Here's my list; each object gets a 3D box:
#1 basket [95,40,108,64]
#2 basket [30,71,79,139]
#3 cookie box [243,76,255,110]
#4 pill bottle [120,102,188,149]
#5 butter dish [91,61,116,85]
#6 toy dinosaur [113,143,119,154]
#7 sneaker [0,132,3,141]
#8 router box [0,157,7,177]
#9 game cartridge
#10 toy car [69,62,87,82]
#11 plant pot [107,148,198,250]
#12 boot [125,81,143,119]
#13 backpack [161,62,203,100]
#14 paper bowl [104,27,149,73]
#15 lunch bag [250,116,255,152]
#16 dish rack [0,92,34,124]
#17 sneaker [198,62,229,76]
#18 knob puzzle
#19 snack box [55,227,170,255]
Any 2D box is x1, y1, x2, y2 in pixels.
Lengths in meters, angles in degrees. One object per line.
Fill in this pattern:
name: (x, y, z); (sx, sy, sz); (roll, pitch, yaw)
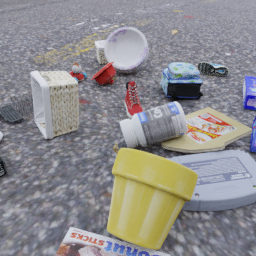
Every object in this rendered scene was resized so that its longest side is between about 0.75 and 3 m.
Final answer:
basket: (-0.995, -4.533, 16.634); (1.771, 1.093, 1.200); (-9, 36, -12)
basket: (-2.712, -0.931, 10.518); (1.363, 2.209, 1.498); (-14, 36, -30)
cookie box: (6.104, -1.522, 12.541); (1.730, 0.760, 2.022); (10, 36, 15)
pill bottle: (0.863, -0.057, 9.759); (2.137, 1.216, 1.216); (-17, 36, -1)
butter dish: (-1.060, -2.611, 14.098); (1.226, 0.909, 1.230); (-31, 15, 29)
toy dinosaur: (-0.086, 1.145, 8.899); (0.722, 0.416, 1.428); (-13, 73, -55)
sneaker: (-5.940, 0.033, 9.932); (2.683, 1.186, 1.079); (-3, 36, -3)
router box: (-4.951, 1.277, 8.631); (1.887, 0.586, 1.414); (-27, 43, -34)
game cartridge: (2.581, 1.523, 8.348); (2.928, 0.599, 1.949); (-6, 31, -8)
toy car: (-2.688, -2.933, 14.402); (0.872, 0.985, 0.908); (20, 39, 27)
plant pot: (0.423, 1.663, 6.493); (1.975, 1.975, 1.858); (14, 76, 20)
boot: (0.243, -1.188, 11.611); (0.645, 1.286, 1.783); (-8, 37, -14)
backpack: (2.464, -2.316, 13.160); (1.737, 1.395, 1.898); (-2, 30, -10)
paper bowl: (-0.046, -4.162, 15.278); (2.345, 2.345, 1.220); (6, -1, 8)
lunch bag: (5.259, 0.300, 9.904); (1.564, 0.977, 2.078); (16, 47, 17)
dish rack: (-4.311, -1.021, 11.974); (2.248, 0.613, 1.724); (-25, 41, -31)
sneaker: (4.618, -3.198, 15.269); (1.662, 0.652, 0.748); (17, 24, 13)
knob puzzle: (2.508, 0.251, 10.189); (3.112, 0.432, 3.112); (-11, 28, 6)
snack box: (-0.366, 3.006, 6.368); (2.513, 0.306, 0.904); (10, 36, 14)
